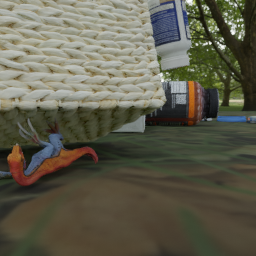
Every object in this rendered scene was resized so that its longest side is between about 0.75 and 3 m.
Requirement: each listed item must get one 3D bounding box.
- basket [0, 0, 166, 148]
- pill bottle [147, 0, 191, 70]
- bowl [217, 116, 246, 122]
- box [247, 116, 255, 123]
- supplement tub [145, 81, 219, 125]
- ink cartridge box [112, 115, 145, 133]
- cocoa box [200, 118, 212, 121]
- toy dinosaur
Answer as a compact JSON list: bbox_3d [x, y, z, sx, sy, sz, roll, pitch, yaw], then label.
[{"bbox_3d":[-1.133,-0.864,4.065,2.393,1.942,2.415,-4,-11,-34],"label":"basket"},{"bbox_3d":[1.553,-3.493,10.347,1.408,2.537,1.408,-11,8,2],"label":"pill bottle"},{"bbox_3d":[4.878,-0.441,13.195,1.292,0.254,1.292,0,5,0],"label":"bowl"},{"bbox_3d":[5.640,-0.355,11.933,0.908,0.264,1.326,2,5,29],"label":"box"},{"bbox_3d":[1.651,-0.873,10.060,2.990,1.599,1.599,1,4,8],"label":"supplement tub"},{"bbox_3d":[-0.821,-0.800,8.093,2.623,1.100,2.302,0,23,4],"label":"ink cartridge box"},{"bbox_3d":[3.715,-0.794,13.809,0.841,0.854,1.281,1,4,16],"label":"cocoa box"},{"bbox_3d":[-0.744,0.246,2.659,1.098,0.576,0.996,9,19,-14],"label":"toy dinosaur"}]
